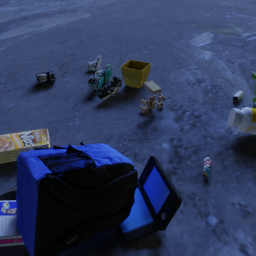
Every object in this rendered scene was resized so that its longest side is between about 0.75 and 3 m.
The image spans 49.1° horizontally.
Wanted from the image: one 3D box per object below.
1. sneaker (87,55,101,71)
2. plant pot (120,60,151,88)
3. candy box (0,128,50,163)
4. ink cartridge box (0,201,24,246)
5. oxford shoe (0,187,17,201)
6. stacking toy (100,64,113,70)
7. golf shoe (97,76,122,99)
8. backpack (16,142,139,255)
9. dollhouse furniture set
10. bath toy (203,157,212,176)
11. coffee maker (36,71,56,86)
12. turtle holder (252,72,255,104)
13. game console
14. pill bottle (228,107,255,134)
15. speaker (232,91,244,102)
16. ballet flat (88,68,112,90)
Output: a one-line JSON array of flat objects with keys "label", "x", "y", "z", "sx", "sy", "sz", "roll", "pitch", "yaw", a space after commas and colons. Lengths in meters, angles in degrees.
[{"label": "sneaker", "x": -2.048, "y": -3.977, "z": 17.058, "sx": 0.723, "sy": 0.473, "sz": 1.259, "roll": 3, "pitch": 54, "yaw": 7}, {"label": "plant pot", "x": 0.420, "y": -2.856, "z": 15.004, "sx": 1.247, "sy": 1.100, "sz": 1.247, "roll": 16, "pitch": 37, "yaw": 23}, {"label": "candy box", "x": -3.877, "y": 0.642, "z": 10.224, "sx": 1.951, "sy": 0.540, "sz": 1.126, "roll": -10, "pitch": 34, "yaw": -13}, {"label": "ink cartridge box", "x": -2.710, "y": 2.436, "z": 7.343, "sx": 2.468, "sy": 0.458, "sz": 1.169, "roll": 2, "pitch": 31, "yaw": -21}, {"label": "oxford shoe", "x": -3.111, "y": 1.947, "z": 8.348, "sx": 1.756, "sy": 0.638, "sz": 0.741, "roll": -18, "pitch": 18, "yaw": -24}, {"label": "stacking toy", "x": -1.409, "y": -3.764, "z": 17.194, "sx": 0.836, "sy": 0.197, "sz": 0.631, "roll": -12, "pitch": 35, "yaw": -18}, {"label": "golf shoe", "x": -0.834, "y": -1.827, "z": 13.887, "sx": 0.659, "sy": 0.752, "sz": 1.708, "roll": 26, "pitch": 54, "yaw": 25}, {"label": "backpack", "x": -1.281, "y": 1.428, "z": 7.150, "sx": 2.836, "sy": 2.304, "sz": 2.380, "roll": -5, "pitch": 28, "yaw": -36}, {"label": "dollhouse furniture set", "x": 1.039, "y": -1.440, "z": 12.755, "sx": 1.092, "sy": 1.189, "sz": 0.774, "roll": -19, "pitch": 47, "yaw": -25}, {"label": "bath toy", "x": 2.695, "y": 1.304, "z": 9.486, "sx": 0.281, "sy": 0.330, "sz": 0.760, "roll": 38, "pitch": 33, "yaw": -5}, {"label": "coffee maker", "x": -4.502, "y": -2.800, "z": 15.337, "sx": 0.959, "sy": 0.646, "sz": 0.921, "roll": -13, "pitch": 35, "yaw": -20}, {"label": "turtle holder", "x": 6.583, "y": -1.968, "z": 12.818, "sx": 1.575, "sy": 1.686, "sz": 2.218, "roll": 5, "pitch": -1, "yaw": 38}, {"label": "game console", "x": 0.340, "y": 1.890, "z": 7.772, "sx": 1.118, "sy": 1.689, "sz": 1.920, "roll": 11, "pitch": 28, "yaw": -27}, {"label": "pill bottle", "x": 4.929, "y": -0.269, "z": 10.994, "sx": 1.767, "sy": 0.990, "sz": 0.990, "roll": 11, "pitch": 34, "yaw": -1}, {"label": "speaker", "x": 5.421, "y": -1.564, "z": 13.776, "sx": 0.307, "sy": 0.307, "sz": 0.757, "roll": 23, "pitch": 41, "yaw": 31}, {"label": "ballet flat", "x": -1.531, "y": -2.716, "z": 14.974, "sx": 0.825, "sy": 0.825, "sz": 2.223, "roll": 9, "pitch": 28, "yaw": 13}]
